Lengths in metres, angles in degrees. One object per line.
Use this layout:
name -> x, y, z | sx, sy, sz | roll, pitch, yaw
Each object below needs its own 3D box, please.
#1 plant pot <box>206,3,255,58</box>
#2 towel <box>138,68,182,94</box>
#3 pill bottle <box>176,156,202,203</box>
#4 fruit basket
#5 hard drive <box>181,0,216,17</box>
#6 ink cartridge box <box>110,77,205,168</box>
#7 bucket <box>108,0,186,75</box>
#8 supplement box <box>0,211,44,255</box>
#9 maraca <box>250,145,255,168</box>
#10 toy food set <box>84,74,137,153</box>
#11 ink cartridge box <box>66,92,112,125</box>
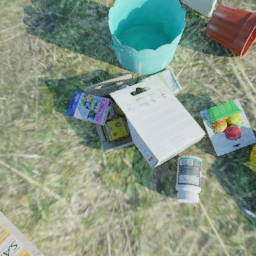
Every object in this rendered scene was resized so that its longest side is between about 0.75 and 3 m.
plant pot -> 4.229, -4.017, 11.281 | 1.762, 1.812, 1.812 | 33, 73, 20
towel -> 1.267, -1.698, 11.128 | 1.466, 0.225, 1.094 | -23, 71, -8
pill bottle -> 2.059, 1.750, 9.519 | 0.833, 0.833, 1.473 | 8, 70, 3
fruit basket -> 3.668, -0.038, 10.339 | 1.624, 0.822, 1.753 | -20, 86, -7
hard drive -> 3.031, -5.785, 11.526 | 1.517, 2.300, 0.302 | 37, 76, 12
ink cartridge box -> 0.968, -0.312, 10.010 | 2.365, 0.731, 2.915 | -25, 66, -31
bucket -> 0.674, -3.672, 10.959 | 2.952, 1.920, 2.952 | 0, 69, 0
supplement box -> -4.060, 3.809, 8.728 | 2.367, 0.870, 1.492 | 38, 75, 12
maraca -> 4.939, 0.787, 9.736 | 1.738, 1.191, 0.930 | -42, 96, -21
toy food set -> -0.340, -0.568, 10.386 | 1.938, 0.816, 2.700 | -18, 71, -6
ink cartridge box -> -1.522, -0.769, 10.499 | 1.650, 0.346, 0.984 | 14, 82, 20
